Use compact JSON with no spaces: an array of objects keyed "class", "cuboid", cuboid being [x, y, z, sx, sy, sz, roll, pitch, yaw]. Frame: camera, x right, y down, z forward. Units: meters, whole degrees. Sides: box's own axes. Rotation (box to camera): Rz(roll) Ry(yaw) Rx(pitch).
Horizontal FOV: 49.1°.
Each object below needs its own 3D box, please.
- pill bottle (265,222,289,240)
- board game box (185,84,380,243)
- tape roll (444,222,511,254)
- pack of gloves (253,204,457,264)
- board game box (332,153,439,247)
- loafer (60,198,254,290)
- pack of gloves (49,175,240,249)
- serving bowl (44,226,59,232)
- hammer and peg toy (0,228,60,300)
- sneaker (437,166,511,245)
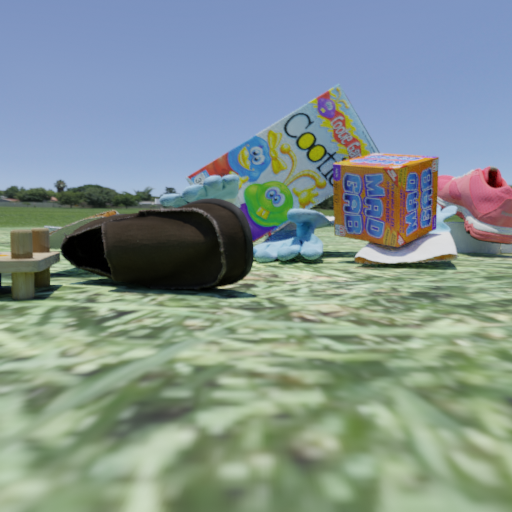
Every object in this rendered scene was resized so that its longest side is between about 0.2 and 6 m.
[{"class":"pill bottle","cuboid":[0.823,-0.531,13.775,1.140,0.631,0.631,1,4,11]},{"class":"board game box","cuboid":[0.500,-1.501,10.396,3.117,1.606,1.635,-32,2,0]},{"class":"tape roll","cuboid":[4.824,-0.398,11.773,1.807,0.632,1.807,1,4,0]},{"class":"pack of gloves","cuboid":[1.731,-0.694,9.640,3.254,0.764,3.873,-4,14,21]},{"class":"board game box","cuboid":[2.009,-0.916,8.700,1.165,1.165,1.166,-20,24,-41]},{"class":"loafer","cuboid":[-1.048,-0.012,5.443,2.393,0.874,0.854,-4,10,41]},{"class":"pack of gloves","cuboid":[-1.362,-0.282,7.977,2.597,0.610,3.092,-22,-3,-2]},{"class":"serving bowl","cuboid":[-5.023,-0.534,15.040,1.295,0.426,1.295,5,1,0]},{"class":"hammer and peg toy","cuboid":[-2.770,0.042,5.079,1.762,0.621,1.296,-1,4,-11]},{"class":"sneaker","cuboid":[4.294,-1.224,10.768,1.006,1.184,2.730,5,25,-12]}]
